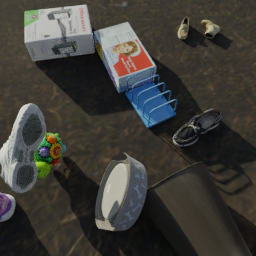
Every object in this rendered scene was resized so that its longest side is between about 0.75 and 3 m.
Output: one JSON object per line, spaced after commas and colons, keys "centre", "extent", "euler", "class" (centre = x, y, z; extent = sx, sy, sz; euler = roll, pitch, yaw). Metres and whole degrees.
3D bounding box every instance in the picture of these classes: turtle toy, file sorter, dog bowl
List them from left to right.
{"centre": [-2.574, 0.842, 8.906], "extent": [0.793, 1.144, 1.570], "euler": [6, 59, 34], "class": "turtle toy"}
{"centre": [-0.203, 1.849, 8.008], "extent": [0.656, 2.235, 2.235], "euler": [21, 59, -19], "class": "dog bowl"}
{"centre": [0.846, -1.161, 10.265], "extent": [1.228, 1.086, 1.770], "euler": [-24, 63, -14], "class": "file sorter"}

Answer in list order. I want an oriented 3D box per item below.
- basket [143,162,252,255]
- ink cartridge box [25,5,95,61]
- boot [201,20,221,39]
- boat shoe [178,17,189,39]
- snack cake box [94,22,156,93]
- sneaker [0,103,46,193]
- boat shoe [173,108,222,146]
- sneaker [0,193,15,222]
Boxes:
{"centre": [1.901, 2.631, 7.727], "extent": [2.436, 1.838, 2.702], "euler": [-18, 65, -27], "class": "basket"}
{"centre": [-2.872, -4.045, 11.874], "extent": [2.673, 1.123, 1.945], "euler": [-9, 61, -5], "class": "ink cartridge box"}
{"centre": [3.574, -4.417, 12.558], "extent": [0.931, 0.339, 0.724], "euler": [35, 66, 14], "class": "boot"}
{"centre": [2.518, -4.480, 12.553], "extent": [0.430, 0.387, 1.192], "euler": [14, 61, 8], "class": "boat shoe"}
{"centre": [-0.174, -2.914, 11.353], "extent": [1.572, 0.918, 2.733], "euler": [-20, 62, -13], "class": "snack cake box"}
{"centre": [-3.036, 0.474, 7.634], "extent": [1.185, 0.929, 2.386], "euler": [8, 85, 34], "class": "sneaker"}
{"centre": [2.488, -0.053, 9.896], "extent": [2.040, 0.616, 0.754], "euler": [-26, 64, -14], "class": "boat shoe"}
{"centre": [-4.722, 2.257, 8.322], "extent": [2.449, 1.083, 0.985], "euler": [-3, 62, 0], "class": "sneaker"}
